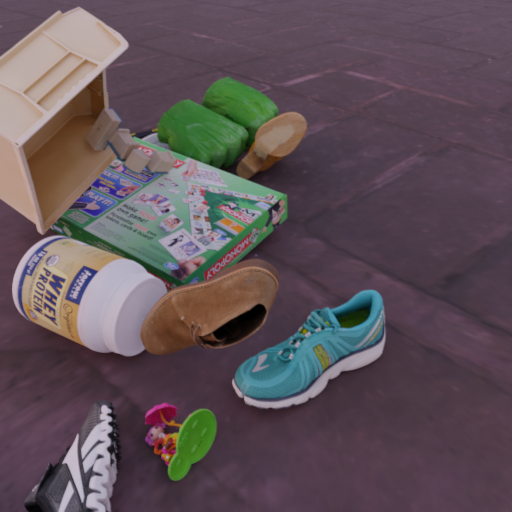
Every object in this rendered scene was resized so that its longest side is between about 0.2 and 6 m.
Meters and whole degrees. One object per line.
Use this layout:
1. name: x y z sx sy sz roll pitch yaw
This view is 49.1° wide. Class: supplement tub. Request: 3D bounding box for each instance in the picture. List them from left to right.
1. supplement tub: -2.381 0.582 8.123 1.897 1.370 1.370 18 39 24

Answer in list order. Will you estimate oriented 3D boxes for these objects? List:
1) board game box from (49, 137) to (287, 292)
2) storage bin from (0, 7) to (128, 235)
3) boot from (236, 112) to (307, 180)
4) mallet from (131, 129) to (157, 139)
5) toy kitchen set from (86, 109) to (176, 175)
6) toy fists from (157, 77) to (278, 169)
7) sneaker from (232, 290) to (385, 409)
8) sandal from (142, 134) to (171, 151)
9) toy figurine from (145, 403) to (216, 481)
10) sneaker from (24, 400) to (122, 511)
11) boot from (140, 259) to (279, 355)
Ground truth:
1. board game box: -1.878 -0.897 10.596 4.132 0.602 2.781 25 49 31
2. storage bin: -3.314 -2.219 9.380 1.264 2.697 2.678 34 63 4
3. boot: 0.565 -2.631 12.196 0.804 2.286 1.636 48 47 -6
4. mallet: -3.191 -2.863 13.485 1.979 0.407 0.652 -13 39 6
5. toy kitchen set: -2.361 -2.028 10.655 1.298 0.765 1.040 53 30 15
6. toy fists: -0.742 -3.044 13.241 1.732 1.168 3.397 29 43 14
7. sneaker: 0.749 1.180 7.619 2.522 1.005 0.977 -24 42 -29
8. sandal: -2.531 -2.306 12.932 1.947 0.792 0.478 -25 2 -30
9. toy figurine: -1.046 2.154 6.783 0.803 0.655 0.872 11 59 38
10. sneaker: -1.998 2.441 6.108 0.947 0.696 2.093 -2 37 -8
11. boot: -0.703 0.834 7.011 2.195 0.808 0.828 -30 31 27
